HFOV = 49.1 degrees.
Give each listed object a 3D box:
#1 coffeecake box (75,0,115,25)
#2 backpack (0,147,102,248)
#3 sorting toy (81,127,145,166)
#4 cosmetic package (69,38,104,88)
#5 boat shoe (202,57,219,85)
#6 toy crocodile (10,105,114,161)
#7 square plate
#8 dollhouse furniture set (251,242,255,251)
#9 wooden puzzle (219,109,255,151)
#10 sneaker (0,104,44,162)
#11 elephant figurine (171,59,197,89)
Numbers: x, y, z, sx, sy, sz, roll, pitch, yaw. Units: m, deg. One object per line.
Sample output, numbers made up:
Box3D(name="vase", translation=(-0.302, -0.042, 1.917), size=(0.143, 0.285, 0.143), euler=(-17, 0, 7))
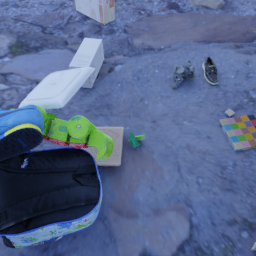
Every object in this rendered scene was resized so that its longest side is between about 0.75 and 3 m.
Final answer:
Box3D(name="coffeecake box", translation=(-1.710, -6.454, 14.042), size=(2.184, 1.677, 0.798), euler=(35, 58, 25))
Box3D(name="backpack", translation=(-1.935, 1.695, 7.171), size=(2.517, 1.850, 2.303), euler=(-9, 55, -8))
Box3D(name="sorting toy", translation=(-0.600, 0.603, 9.087), size=(2.302, 0.339, 1.701), euler=(1, 46, 5))
Box3D(name="cosmetic package", translation=(-1.606, -2.648, 11.316), size=(0.830, 1.052, 1.956), euler=(7, 49, 8))
Box3D(name="boat shoe", translation=(3.373, -2.359, 11.456), size=(0.518, 0.459, 1.415), euler=(-6, 51, -5))
Box3D(name="toy crocodile", translation=(-1.748, 0.079, 7.126), size=(2.917, 0.985, 0.901), euler=(14, 81, 8))
Box3D(name="square plate", translation=(-2.047, -1.153, 7.881), size=(1.812, 0.258, 1.795), euler=(-1, 43, 32))
Box3D(name="dollhouse furniture set", translation=(3.775, 3.239, 6.619), size=(1.519, 0.783, 1.503), euler=(33, 58, 24))
Box3D(name="wooden puzzle", translation=(3.994, 0.156, 9.577), size=(1.307, 0.155, 2.204), euler=(-9, 51, -7))
Box3D(name="sneaker", translation=(-3.234, 0.227, 6.323), size=(2.732, 0.901, 1.071), euler=(-21, 52, -4))
Box3D(name="elephant figurine", translation=(2.122, -2.152, 11.187), size=(1.089, 0.770, 0.845), euler=(-17, 22, 6))
